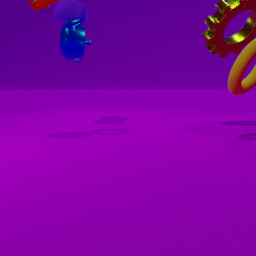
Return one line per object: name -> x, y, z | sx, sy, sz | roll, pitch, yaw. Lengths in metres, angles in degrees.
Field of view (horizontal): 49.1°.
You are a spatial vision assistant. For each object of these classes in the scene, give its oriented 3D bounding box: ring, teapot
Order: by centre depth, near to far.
ring -> 2.890, -1.433, 6.538 | 1.484, 1.484, 0.297 | -9, 40, -45
teapot -> -1.652, -2.792, 8.892 | 0.958, 1.216, 1.956 | 3, -31, -7
teapot -> -1.836, -3.957, 9.436 | 1.189, 0.936, 1.912 | -2, 29, -39

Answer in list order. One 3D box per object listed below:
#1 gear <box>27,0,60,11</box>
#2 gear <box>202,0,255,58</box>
gear -> -1.733, -3.087, 6.343 | 1.143, 0.211, 1.143 | -18, 44, 18
gear -> 3.276, -3.111, 8.422 | 2.088, 2.088, 0.386 | -4, 50, -26
